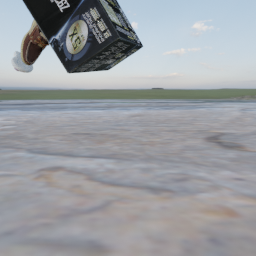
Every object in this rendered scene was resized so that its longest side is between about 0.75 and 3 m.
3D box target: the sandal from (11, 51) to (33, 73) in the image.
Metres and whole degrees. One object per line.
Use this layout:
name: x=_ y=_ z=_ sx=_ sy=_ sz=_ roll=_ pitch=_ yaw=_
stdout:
sandal: x=-3.936 y=-2.316 z=10.336 sx=0.789 sy=0.476 sz=1.938 roll=24 pitch=19 yaw=-27

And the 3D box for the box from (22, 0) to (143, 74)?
box: x=-0.941 y=-2.561 z=6.228 sx=1.240 sy=2.358 sz=2.880 roll=-30 pitch=6 yaw=16

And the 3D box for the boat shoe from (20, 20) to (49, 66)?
boat shoe: x=-2.903 y=-2.938 z=9.188 sx=0.679 sy=1.888 sz=0.681 roll=16 pitch=-10 yaw=36
